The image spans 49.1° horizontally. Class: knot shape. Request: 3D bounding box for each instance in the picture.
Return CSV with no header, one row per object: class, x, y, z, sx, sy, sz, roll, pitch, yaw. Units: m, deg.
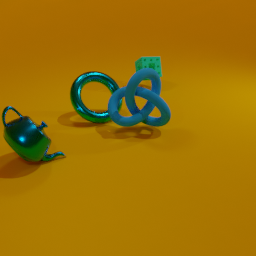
knot shape,0.412,-0.894,8.298,1.911,1.789,0.883,11,21,-4

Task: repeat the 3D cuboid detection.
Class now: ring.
ring,-1.023,-1.032,9.269,1.808,1.808,0.362,-16,-8,-27

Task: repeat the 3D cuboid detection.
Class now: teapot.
teapot,-2.395,0.250,7.049,0.966,1.974,1.227,-43,26,-9

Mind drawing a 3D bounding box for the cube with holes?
cube with holes,0.831,-2.441,11.583,0.819,0.819,0.819,-6,1,-18
